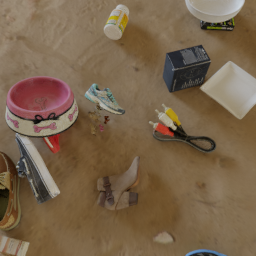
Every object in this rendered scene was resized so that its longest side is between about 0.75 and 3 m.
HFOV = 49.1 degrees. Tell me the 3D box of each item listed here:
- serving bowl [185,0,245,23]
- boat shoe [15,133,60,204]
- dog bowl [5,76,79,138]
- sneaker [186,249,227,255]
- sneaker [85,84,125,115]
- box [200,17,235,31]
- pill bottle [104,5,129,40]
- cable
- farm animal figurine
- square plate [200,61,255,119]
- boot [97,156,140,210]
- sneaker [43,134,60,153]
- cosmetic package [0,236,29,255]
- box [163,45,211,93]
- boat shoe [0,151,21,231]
[{"bbox_3d":[3.736,-5.523,12.349,2.527,0.831,2.527,-1,63,1],"label":"serving bowl"},{"bbox_3d":[-3.297,1.296,9.408,0.904,0.956,2.666,-30,75,-15],"label":"boat shoe"},{"bbox_3d":[-3.060,-0.875,9.927,2.577,0.950,2.577,4,43,-4],"label":"dog bowl"},{"bbox_3d":[2.528,4.024,8.208,1.693,0.600,0.702,15,58,4],"label":"sneaker"},{"bbox_3d":[-0.770,-1.050,10.141,1.652,0.641,0.713,30,99,10],"label":"sneaker"},{"bbox_3d":[4.042,-5.117,12.802,1.451,0.357,1.503,3,63,-1],"label":"box"},{"bbox_3d":[-0.456,-4.688,12.327,0.821,0.821,1.456,15,66,7],"label":"pill bottle"},{"bbox_3d":[1.886,0.263,9.959,2.500,0.629,1.214,35,82,13],"label":"cable"},{"bbox_3d":[-1.177,-0.270,10.303,0.899,0.469,0.889,-42,106,-33],"label":"farm animal figurine"},{"bbox_3d":[4.186,-1.505,11.078,1.969,0.283,1.988,-41,71,-18],"label":"square plate"},{"bbox_3d":[-0.318,1.784,9.316,1.370,0.658,1.873,1,57,9],"label":"boot"},{"bbox_3d":[-2.597,-0.236,10.161,1.269,0.861,2.197,-24,68,-10],"label":"sneaker"},{"bbox_3d":[-3.528,3.610,8.538,0.859,0.375,0.444,10,64,5],"label":"cosmetic package"},{"bbox_3d":[2.205,-2.250,10.779,1.438,1.463,0.907,-16,63,-8],"label":"box"},{"bbox_3d":[-4.058,1.918,9.021,0.997,0.974,2.636,-19,65,-9],"label":"boat shoe"}]
